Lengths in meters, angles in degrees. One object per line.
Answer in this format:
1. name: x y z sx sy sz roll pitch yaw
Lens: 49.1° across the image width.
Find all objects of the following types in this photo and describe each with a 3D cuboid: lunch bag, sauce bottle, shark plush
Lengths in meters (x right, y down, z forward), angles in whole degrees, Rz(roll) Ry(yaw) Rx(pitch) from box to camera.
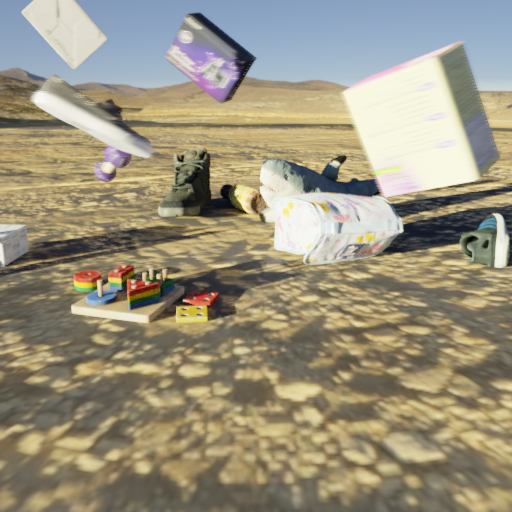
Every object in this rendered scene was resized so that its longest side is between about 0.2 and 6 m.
1. lunch bag: 1.481 -0.542 10.658 1.758 1.318 2.073 -6 8 -23
2. sauce bottle: -0.391 -1.578 15.104 0.685 0.685 2.074 -9 18 -28
3. shark plush: 1.929 -1.580 13.309 4.044 1.684 1.837 -6 18 -20

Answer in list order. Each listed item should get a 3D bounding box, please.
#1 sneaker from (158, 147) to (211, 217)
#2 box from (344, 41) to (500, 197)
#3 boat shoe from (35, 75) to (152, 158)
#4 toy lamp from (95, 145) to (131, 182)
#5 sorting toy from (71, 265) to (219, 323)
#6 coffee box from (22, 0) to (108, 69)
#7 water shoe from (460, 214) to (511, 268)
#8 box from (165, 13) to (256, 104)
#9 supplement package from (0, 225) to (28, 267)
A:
1. sneaker: -1.860 -1.914 14.586 1.096 1.643 2.868 2 19 12
2. box: 1.918 -1.530 6.519 0.684 1.414 1.244 -36 18 -35
3. boat shoe: -2.902 -2.617 10.433 2.246 0.744 0.785 25 -7 -16
4. toy lamp: -3.128 -2.065 12.231 0.561 0.561 1.927 -9 -1 -27
5. sorting toy: -1.854 0.528 8.564 2.640 0.447 1.273 5 18 16
6. coffee box: -3.067 -3.684 9.090 0.738 1.046 1.850 -42 26 0
7. water shoe: 4.431 -0.370 10.981 0.828 0.750 2.097 3 17 16
8. box: -1.036 -4.448 12.606 1.678 1.184 0.662 39 31 3
9. supplement package: -5.005 -0.218 10.768 0.798 0.568 1.024 2 16 3
